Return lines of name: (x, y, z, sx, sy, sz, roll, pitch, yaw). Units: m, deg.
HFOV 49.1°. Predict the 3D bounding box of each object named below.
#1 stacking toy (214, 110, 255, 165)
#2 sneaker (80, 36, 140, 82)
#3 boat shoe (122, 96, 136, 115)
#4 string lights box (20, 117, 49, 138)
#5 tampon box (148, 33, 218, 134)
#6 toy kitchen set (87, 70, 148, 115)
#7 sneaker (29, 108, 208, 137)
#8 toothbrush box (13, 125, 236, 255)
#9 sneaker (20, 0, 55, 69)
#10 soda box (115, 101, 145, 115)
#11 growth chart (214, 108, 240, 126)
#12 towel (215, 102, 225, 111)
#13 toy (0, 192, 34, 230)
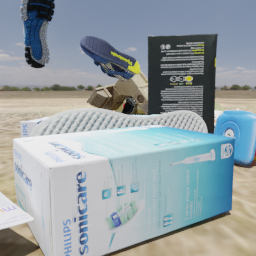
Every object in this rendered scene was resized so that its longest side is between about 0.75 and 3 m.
stacking toy: (2.299, 0.227, 4.813, 1.542, 0.846, 0.895, 10, 0, -24)
sneaker: (-0.741, -2.395, 10.121, 2.400, 0.887, 0.987, 27, -36, -25)
boat shoe: (0.023, -1.164, 13.359, 0.606, 0.570, 1.687, -5, 40, 25)
string lights box: (-0.834, 0.129, 5.438, 2.127, 0.627, 1.093, 1, 8, 10)
tampon box: (1.267, -0.895, 6.729, 1.464, 2.318, 1.737, 1, 8, 9)
toy kitchen set: (-0.208, -0.839, 12.112, 2.062, 2.281, 2.528, -23, -18, -47)
sneaker: (-0.135, 0.260, 4.126, 2.590, 0.957, 1.061, 0, -10, -25)
toothbrush box: (-0.066, 0.434, 2.656, 1.731, 0.738, 1.267, -5, 9, -32)
sneaker: (-2.602, -2.914, 7.810, 0.858, 2.289, 0.992, 0, 34, -26)
soda box: (0.437, -1.077, 14.383, 2.279, 0.730, 0.772, 5, 9, 39)
growth chart: (2.571, -0.396, 9.532, 2.257, 0.200, 1.634, 8, 30, 21)
towel: (3.155, -0.672, 10.572, 1.155, 0.284, 1.557, -3, 39, -30)
toy: (-1.460, 0.294, 2.019, 1.506, 0.355, 0.867, 19, 12, 34)
